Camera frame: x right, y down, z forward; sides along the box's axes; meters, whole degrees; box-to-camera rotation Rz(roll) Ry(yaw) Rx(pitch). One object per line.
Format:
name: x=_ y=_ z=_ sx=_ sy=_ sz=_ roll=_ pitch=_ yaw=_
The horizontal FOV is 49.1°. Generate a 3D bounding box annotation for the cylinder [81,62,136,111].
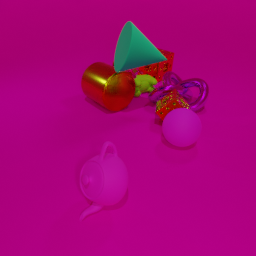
cylinder: x=-0.670 y=-1.418 z=9.481 sx=1.365 sy=1.365 sz=1.365 roll=-22 pitch=37 yaw=-33

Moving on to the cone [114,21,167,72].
cone: x=0.502 y=-2.150 z=8.099 sx=1.430 sy=1.425 sz=1.425 roll=10 pitch=27 yaw=-19

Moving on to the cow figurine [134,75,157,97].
cow figurine: x=0.252 y=-1.773 z=10.724 sx=1.463 sy=0.803 sz=1.439 roll=-10 pitch=36 yaw=-20

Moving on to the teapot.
teapot: x=-0.542 y=1.046 z=5.445 sx=0.808 sy=1.650 sz=1.026 roll=8 pitch=11 yaw=-46

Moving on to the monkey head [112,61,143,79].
monkey head: x=0.061 y=-2.242 z=10.025 sx=0.950 sy=1.577 sz=1.135 roll=-51 pitch=43 yaw=-9

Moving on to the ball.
ball: x=1.425 y=-0.014 z=7.431 sx=1.026 sy=1.026 sz=1.026 roll=0 pitch=31 yaw=0

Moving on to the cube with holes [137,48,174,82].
cube with holes: x=1.172 y=-2.702 z=11.868 sx=1.052 sy=1.052 sz=1.052 roll=27 pitch=37 yaw=33

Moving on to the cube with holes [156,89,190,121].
cube with holes: x=1.352 y=-0.581 z=8.420 sx=0.721 sy=0.721 sz=0.721 roll=-35 pitch=20 yaw=26

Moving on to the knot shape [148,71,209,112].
knot shape: x=1.841 y=-1.232 z=9.598 sx=1.875 sy=0.926 sz=2.004 roll=22 pitch=37 yaw=32
